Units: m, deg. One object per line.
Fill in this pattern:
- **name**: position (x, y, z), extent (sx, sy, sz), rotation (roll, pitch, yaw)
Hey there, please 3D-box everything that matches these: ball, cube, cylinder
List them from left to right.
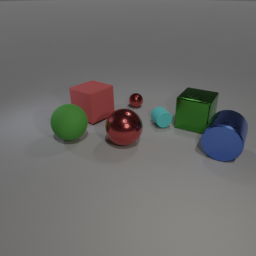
- **ball**: position (-2.253, -0.226, 10.757), extent (1.400, 1.400, 1.400), rotation (0, 28, 0)
- **cube**: position (-1.591, -1.205, 12.575), extent (1.400, 1.400, 1.400), rotation (20, 34, 37)
- **ball**: position (-0.150, -0.034, 10.502), extent (1.400, 1.400, 1.400), rotation (0, 28, 0)
- **ball**: position (0.391, -1.361, 13.698), extent (0.700, 0.700, 0.700), rotation (0, 28, 0)
- **cylinder**: position (1.424, -0.467, 11.940), extent (0.700, 0.700, 0.700), rotation (-9, 27, -16)
- **cube**: position (2.886, -0.758, 11.827), extent (1.400, 1.400, 1.400), rotation (15, 31, 25)
- **cylinder**: position (3.446, 0.243, 9.949), extent (1.400, 1.400, 1.400), rotation (13, 31, 23)
